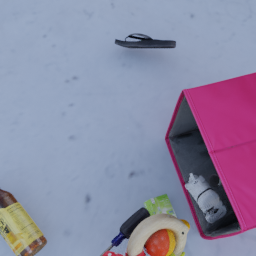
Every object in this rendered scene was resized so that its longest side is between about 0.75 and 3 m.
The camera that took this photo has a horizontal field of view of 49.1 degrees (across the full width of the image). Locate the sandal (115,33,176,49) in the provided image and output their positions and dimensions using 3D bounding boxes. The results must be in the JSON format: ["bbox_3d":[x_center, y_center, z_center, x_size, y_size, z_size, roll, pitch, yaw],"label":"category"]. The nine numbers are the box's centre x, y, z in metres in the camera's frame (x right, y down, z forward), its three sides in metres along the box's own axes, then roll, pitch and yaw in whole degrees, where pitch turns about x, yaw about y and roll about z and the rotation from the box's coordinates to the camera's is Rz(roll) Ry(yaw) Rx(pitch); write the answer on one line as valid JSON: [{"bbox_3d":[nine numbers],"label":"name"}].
[{"bbox_3d":[0.544,-2.745,8.842,1.922,0.731,0.411,2,100,5],"label":"sandal"}]

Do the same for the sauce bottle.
[{"bbox_3d":[-2.887,2.069,6.703,0.756,0.756,2.290,-41,76,-15],"label":"sauce bottle"}]

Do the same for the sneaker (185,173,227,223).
[{"bbox_3d":[1.858,1.658,6.716,0.552,1.470,0.845,-33,44,1],"label":"sneaker"}]

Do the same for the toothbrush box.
[{"bbox_3d":[0.835,2.135,7.036,0.583,0.345,0.800,-6,65,-35],"label":"toothbrush box"}]

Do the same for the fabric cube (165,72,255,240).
[{"bbox_3d":[2.810,0.640,6.439,2.905,2.859,2.914,-14,68,-7],"label":"fabric cube"}]

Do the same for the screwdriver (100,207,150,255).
[{"bbox_3d":[-0.495,2.671,6.059,2.608,0.379,0.364,-38,93,-20],"label":"screwdriver"}]

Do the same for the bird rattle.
[{"bbox_3d":[0.483,2.578,5.919,2.089,1.177,1.703,16,95,-19],"label":"bird rattle"}]
